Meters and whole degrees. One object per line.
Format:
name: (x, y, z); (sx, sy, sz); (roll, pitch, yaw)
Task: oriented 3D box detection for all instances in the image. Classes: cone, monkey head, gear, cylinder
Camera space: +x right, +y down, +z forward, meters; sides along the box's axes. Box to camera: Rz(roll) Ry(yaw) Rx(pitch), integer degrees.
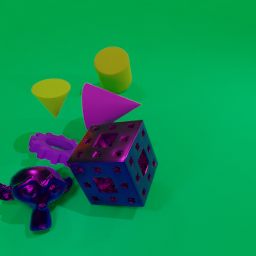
cone: (-0.382, -0.616, 8.191); (1.553, 1.547, 1.547); (-5, 38, 6)
monkey head: (-2.044, 1.539, 6.319); (1.881, 1.353, 1.133); (0, -4, -29)
cone: (-2.012, -0.660, 7.584); (0.983, 0.987, 0.983); (1, 38, -1)
gear: (-1.853, 0.540, 7.429); (1.481, 0.274, 1.481); (19, 14, -5)
cylinder: (-0.526, -2.098, 10.260); (1.227, 1.227, 1.227); (-2, 66, 5)

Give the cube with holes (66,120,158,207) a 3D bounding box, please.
cube with holes: (-0.275, 0.816, 6.530); (1.386, 1.386, 1.386); (-5, 35, 25)
